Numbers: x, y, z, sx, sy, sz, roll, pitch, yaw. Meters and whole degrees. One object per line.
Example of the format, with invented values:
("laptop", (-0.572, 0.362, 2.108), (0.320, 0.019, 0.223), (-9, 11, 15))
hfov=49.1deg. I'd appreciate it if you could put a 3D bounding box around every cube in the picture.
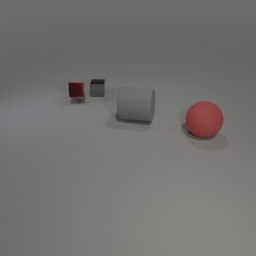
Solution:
("cube", (-1.537, -2.038, 14.263), (0.700, 0.700, 0.700), (1, 32, 2))
("cube", (-2.436, -1.825, 13.362), (0.700, 0.700, 0.700), (-2, 9, -5))

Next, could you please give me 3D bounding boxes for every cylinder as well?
("cylinder", (0.370, -1.027, 11.803), (1.400, 1.400, 1.400), (4, 31, 12))

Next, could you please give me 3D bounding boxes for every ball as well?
("ball", (2.917, -0.332, 10.720), (1.400, 1.400, 1.400), (0, 30, 0))
